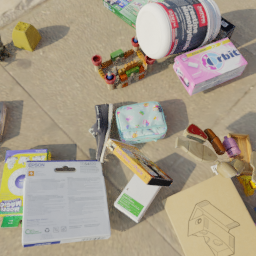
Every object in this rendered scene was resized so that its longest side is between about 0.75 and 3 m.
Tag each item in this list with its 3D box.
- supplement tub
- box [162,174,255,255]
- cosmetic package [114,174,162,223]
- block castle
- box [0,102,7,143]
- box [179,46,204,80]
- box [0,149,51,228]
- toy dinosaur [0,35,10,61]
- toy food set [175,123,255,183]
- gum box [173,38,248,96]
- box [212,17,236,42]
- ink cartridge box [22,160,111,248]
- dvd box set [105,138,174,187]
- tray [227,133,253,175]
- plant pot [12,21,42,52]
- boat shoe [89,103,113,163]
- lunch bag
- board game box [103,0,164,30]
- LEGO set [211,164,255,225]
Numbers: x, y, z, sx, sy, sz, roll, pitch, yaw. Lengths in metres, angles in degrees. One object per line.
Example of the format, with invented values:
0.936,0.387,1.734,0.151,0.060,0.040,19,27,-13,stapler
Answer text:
2.009,-4.080,11.248,2.953,2.072,2.072,-21,65,-24,supplement tub
2.701,3.186,8.827,2.387,0.311,2.920,-28,66,14,box
0.444,2.170,9.563,0.980,0.773,1.822,30,69,16,cosmetic package
-0.175,-2.764,11.755,2.369,1.111,1.583,-28,68,-13,block castle
-5.538,-0.214,10.915,1.303,0.398,1.646,-3,64,-1,box
3.077,-2.772,12.160,1.424,0.387,1.777,13,65,6,box
-3.578,2.058,9.709,1.538,0.634,2.621,-3,66,-1,box
-5.870,-3.270,12.354,0.933,0.702,1.825,17,72,23,toy dinosaur
2.376,0.613,7.560,2.305,0.363,1.465,28,47,1,toy food set
3.217,-2.465,11.303,2.566,0.849,1.456,-23,67,-10,gum box
4.167,-4.354,12.615,0.583,0.939,0.946,-39,70,-17,box
-2.014,2.333,9.136,2.668,0.543,2.673,2,55,-19,ink cartridge box
0.299,0.898,7.249,1.646,1.204,0.242,40,101,36,dvd box set
4.169,0.946,10.396,0.763,0.287,1.548,4,61,2,tray
-4.605,-4.175,12.520,0.937,0.965,0.943,17,66,8,plant pot
-1.048,0.132,10.463,0.793,0.918,2.528,6,56,-1,boat shoe
0.540,-0.168,10.709,1.912,0.737,1.533,-9,65,-4,lunch bag
0.492,-5.888,13.578,1.991,0.431,2.958,-42,71,-15,board game box
4.047,2.271,9.262,1.135,1.221,2.975,-18,66,-9,LEGO set
